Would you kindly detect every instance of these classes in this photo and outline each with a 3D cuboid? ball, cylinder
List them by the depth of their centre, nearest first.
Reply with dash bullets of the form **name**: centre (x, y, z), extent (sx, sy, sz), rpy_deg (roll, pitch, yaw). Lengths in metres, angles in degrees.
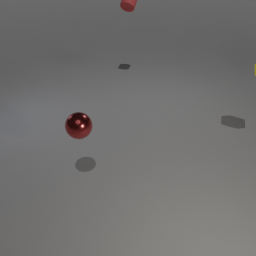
- **ball**: centre (-1.263, -0.059, 7.190), extent (0.700, 0.700, 0.700), rpy_deg (0, 33, 0)
- **cylinder**: centre (0.053, -5.976, 13.185), extent (0.700, 0.700, 0.700), rpy_deg (12, 77, 18)
